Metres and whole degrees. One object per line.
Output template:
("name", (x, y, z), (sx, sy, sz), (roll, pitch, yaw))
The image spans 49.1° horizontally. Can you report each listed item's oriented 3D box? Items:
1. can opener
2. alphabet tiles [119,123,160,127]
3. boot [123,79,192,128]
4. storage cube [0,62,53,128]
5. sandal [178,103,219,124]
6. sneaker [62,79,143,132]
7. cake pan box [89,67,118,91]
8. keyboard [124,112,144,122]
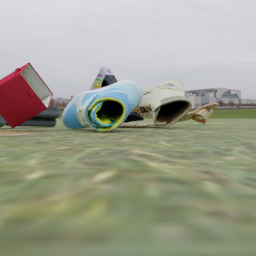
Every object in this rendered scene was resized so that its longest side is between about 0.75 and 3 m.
("can opener", (-3.119, -0.260, 7.752), (2.695, 0.709, 0.896), (-2, 44, -47))
("alphabet tiles", (0.226, -0.081, 8.526), (1.568, 0.114, 1.533), (0, 3, 14))
("boot", (0.666, -0.537, 8.257), (2.319, 0.836, 1.794), (-24, 24, 12))
("storage cube", (-2.333, -0.714, 6.118), (0.939, 1.044, 0.893), (-28, 28, 8))
("sandal", (2.705, -0.389, 10.680), (1.953, 0.642, 0.716), (-13, -30, -14))
("sneaker", (-0.818, -0.331, 6.141), (2.189, 0.871, 1.429), (-22, 16, 25))
("cake pan box", (-0.694, -0.959, 8.624), (0.370, 1.304, 1.416), (-5, -35, -41))
("keyboard", (-0.168, -0.332, 8.024), (1.117, 0.143, 0.671), (-6, -21, 34))
